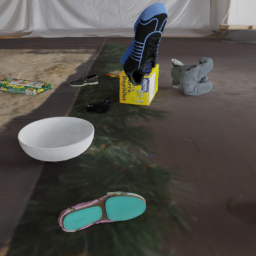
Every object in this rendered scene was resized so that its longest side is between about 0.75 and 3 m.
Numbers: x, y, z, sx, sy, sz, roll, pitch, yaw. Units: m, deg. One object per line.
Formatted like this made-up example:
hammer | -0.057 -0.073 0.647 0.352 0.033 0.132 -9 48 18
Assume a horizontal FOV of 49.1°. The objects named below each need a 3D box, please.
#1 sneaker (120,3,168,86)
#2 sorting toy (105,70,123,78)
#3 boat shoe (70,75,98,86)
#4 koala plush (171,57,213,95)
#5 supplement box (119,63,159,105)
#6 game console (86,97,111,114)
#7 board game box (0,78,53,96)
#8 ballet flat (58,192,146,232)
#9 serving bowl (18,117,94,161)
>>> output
sneaker | 0.589 -2.389 8.492 0.961 2.741 1.068 -15 69 -25
sorting toy | -0.626 -3.210 16.917 0.785 0.275 1.627 18 29 33
boat shoe | -2.420 -2.620 15.407 1.610 0.504 0.589 -15 29 -26
koala plush | 2.900 -2.642 14.045 1.874 1.808 2.039 -26 38 -25
supplement box | 0.588 -2.185 13.374 1.387 1.378 2.532 6 26 13
game console | -1.122 -1.032 12.315 0.960 0.196 1.628 7 27 14
board game box | -5.606 -2.188 14.675 2.895 0.340 1.517 10 28 21
ballet flat | -0.563 1.705 5.986 1.856 0.641 0.660 -10 10 -18
serving bowl | -2.138 0.399 8.558 2.224 0.732 2.224 0 26 0
